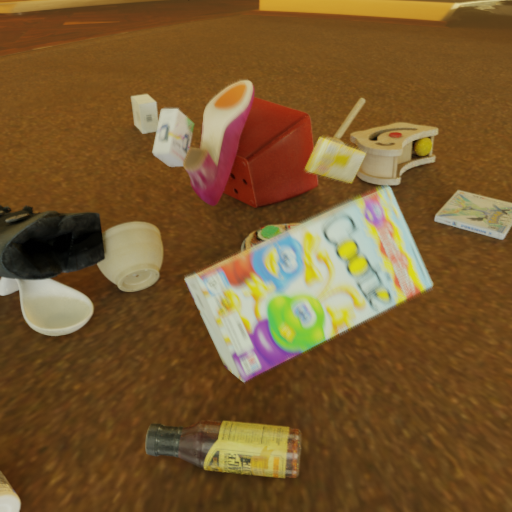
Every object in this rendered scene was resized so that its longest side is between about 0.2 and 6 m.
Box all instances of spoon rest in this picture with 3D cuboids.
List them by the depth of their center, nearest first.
[{"bbox_3d":[-3.464,0.682,8.983,2.030,0.615,1.009,22,35,32],"label":"spoon rest"}]

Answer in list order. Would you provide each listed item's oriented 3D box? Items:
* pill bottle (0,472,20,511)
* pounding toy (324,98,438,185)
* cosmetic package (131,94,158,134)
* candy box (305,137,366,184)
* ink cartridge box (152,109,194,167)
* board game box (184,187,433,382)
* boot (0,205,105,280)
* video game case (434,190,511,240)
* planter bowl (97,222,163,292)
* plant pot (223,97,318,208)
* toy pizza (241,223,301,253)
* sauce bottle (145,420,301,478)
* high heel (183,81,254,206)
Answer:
[{"bbox_3d":[-3.003,2.540,6.090,0.519,0.519,0.913,-27,41,-36],"label":"pill bottle"},{"bbox_3d":[3.173,-2.831,13.553,3.039,1.743,1.738,-18,32,-26],"label":"pounding toy"},{"bbox_3d":[-3.289,-4.211,16.586,0.546,0.886,0.889,-16,36,-22],"label":"cosmetic package"},{"bbox_3d":[1.277,-1.505,8.905,1.069,0.546,0.141,7,27,-43],"label":"candy box"},{"bbox_3d":[-1.791,-2.550,12.167,0.455,1.040,0.756,6,-12,26],"label":"ink cartridge box"},{"bbox_3d":[0.624,0.343,7.368,2.701,1.391,1.417,-25,2,-12],"label":"board game box"},{"bbox_3d":[-4.788,-0.007,8.886,3.852,1.265,3.175,10,31,33],"label":"boot"},{"bbox_3d":[4.757,-0.913,11.966,1.413,0.171,1.550,20,37,29],"label":"video game case"},{"bbox_3d":[-2.116,0.101,9.577,1.206,1.206,0.812,-13,62,-20],"label":"planter bowl"},{"bbox_3d":[0.045,-2.192,12.598,1.688,1.914,1.916,-38,47,-27],"label":"plant pot"},{"bbox_3d":[0.727,-0.188,10.654,2.033,0.322,2.033,0,32,0],"label":"toy pizza"},{"bbox_3d":[-0.375,2.234,6.556,1.794,0.592,0.592,2,32,8],"label":"sauce bottle"},{"bbox_3d":[-0.593,-2.345,11.542,0.884,1.259,2.625,9,62,24],"label":"high heel"}]
